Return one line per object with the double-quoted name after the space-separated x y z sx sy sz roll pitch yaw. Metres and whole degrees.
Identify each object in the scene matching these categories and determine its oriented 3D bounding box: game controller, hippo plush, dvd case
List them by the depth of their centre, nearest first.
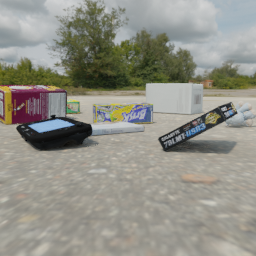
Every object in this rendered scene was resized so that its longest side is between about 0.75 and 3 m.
-2.096 0.039 7.624 1.519 0.613 2.911 -4 8 -29 "game controller"
-0.894 -0.005 9.355 2.388 0.209 1.703 -5 9 -29 "dvd case"
3.983 -0.511 10.323 0.955 0.946 1.188 -5 10 -38 "hippo plush"

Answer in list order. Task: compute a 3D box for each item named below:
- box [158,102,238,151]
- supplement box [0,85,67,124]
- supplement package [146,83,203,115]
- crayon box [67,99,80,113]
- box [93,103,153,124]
1.681 -0.050 6.571 1.567 0.389 1.555 -31 -7 30 "box"
-4.212 -1.078 12.094 2.653 1.369 1.736 -7 18 -40 "supplement box"
2.660 -1.727 16.241 2.892 1.696 1.690 6 10 35 "supplement package"
-4.293 -1.244 16.185 2.577 0.751 2.223 -4 10 -23 "crayon box"
-0.192 -0.575 11.170 2.343 0.821 0.753 -3 9 -20 "box"
